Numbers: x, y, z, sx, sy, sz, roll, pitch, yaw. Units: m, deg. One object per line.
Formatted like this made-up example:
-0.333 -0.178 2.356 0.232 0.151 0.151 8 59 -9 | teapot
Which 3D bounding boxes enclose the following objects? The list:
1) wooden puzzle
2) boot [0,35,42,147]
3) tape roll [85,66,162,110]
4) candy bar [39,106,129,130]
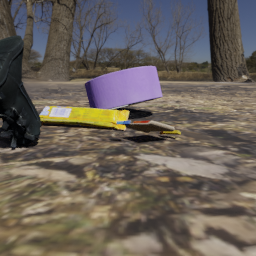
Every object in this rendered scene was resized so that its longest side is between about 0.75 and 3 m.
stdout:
0.541 -0.039 6.894 1.012 0.175 1.501 -4 -14 43 | wooden puzzle
-2.539 -0.830 6.389 0.829 1.835 2.240 -13 43 5 | boot
-0.169 -1.420 10.749 2.802 1.191 2.802 -12 3 1 | tape roll
-1.447 -0.340 8.625 2.981 0.330 0.743 4 54 15 | candy bar
